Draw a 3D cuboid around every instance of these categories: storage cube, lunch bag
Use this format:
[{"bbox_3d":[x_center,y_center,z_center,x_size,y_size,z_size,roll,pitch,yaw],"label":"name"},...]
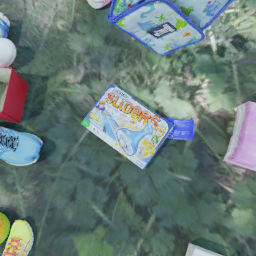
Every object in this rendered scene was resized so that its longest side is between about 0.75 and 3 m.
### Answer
[{"bbox_3d":[-3.477,-0.868,7.357,1.143,1.202,1.337,7,79,1],"label":"storage cube"},{"bbox_3d":[0.746,-2.202,4.729,1.860,1.582,1.185,-44,54,25],"label":"lunch bag"}]

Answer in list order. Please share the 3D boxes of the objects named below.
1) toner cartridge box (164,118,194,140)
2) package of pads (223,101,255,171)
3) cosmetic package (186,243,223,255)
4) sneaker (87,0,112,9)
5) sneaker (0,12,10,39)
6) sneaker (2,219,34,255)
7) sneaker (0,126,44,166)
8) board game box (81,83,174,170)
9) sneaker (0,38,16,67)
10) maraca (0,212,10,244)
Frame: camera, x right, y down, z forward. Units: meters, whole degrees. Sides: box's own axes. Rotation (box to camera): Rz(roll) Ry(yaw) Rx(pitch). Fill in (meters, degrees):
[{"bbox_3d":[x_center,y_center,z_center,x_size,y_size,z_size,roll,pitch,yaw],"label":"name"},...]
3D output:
[{"bbox_3d":[1.214,0.018,7.658,1.119,0.242,0.531,5,78,1],"label":"toner cartridge box"},{"bbox_3d":[4.006,0.485,7.149,2.742,1.038,1.652,18,81,4],"label":"package of pads"},{"bbox_3d":[1.615,4.262,6.551,1.104,0.677,2.675,20,79,4],"label":"cosmetic package"},{"bbox_3d":[-1.191,-5.005,8.227,1.097,1.179,2.731,-29,79,-7],"label":"sneaker"},{"bbox_3d":[-4.733,-2.550,7.784,2.710,1.065,1.208,-5,76,-1],"label":"sneaker"},{"bbox_3d":[-2.753,3.038,6.798,0.611,0.706,1.564,4,77,2],"label":"sneaker"},{"bbox_3d":[-3.352,0.374,7.170,2.331,1.048,0.914,13,79,3],"label":"sneaker"},{"bbox_3d":[-0.023,-0.060,7.459,2.063,0.356,1.397,35,85,13],"label":"board game box"},{"bbox_3d":[-4.126,-1.684,7.405,2.319,1.026,0.873,-19,111,3],"label":"sneaker"},{"bbox_3d":[-3.572,2.460,6.933,1.272,0.680,0.872,11,64,3],"label":"maraca"}]
